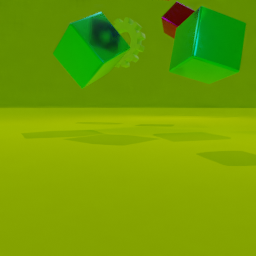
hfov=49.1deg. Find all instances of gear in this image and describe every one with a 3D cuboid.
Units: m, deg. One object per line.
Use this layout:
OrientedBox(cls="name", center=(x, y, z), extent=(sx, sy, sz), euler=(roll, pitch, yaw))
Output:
OrientedBox(cls="gear", center=(-0.239, -3.455, 11.409), extent=(1.934, 1.934, 0.358), euler=(3, 1, 30))

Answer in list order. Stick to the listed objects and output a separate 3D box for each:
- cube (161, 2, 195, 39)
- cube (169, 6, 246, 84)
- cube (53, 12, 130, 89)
OrientedBox(cls="cube", center=(1.914, -3.979, 10.549), extent=(0.889, 0.889, 0.889), euler=(40, -7, 23))
OrientedBox(cls="cube", center=(1.824, -1.863, 6.567), extent=(1.193, 1.193, 1.193), euler=(13, -8, -16))
OrientedBox(cls="cube", center=(-0.927, -1.971, 7.138), extent=(1.195, 1.195, 1.195), euler=(-43, 4, -42))
